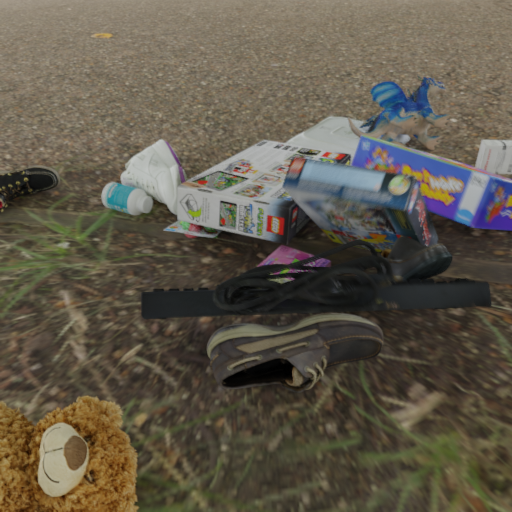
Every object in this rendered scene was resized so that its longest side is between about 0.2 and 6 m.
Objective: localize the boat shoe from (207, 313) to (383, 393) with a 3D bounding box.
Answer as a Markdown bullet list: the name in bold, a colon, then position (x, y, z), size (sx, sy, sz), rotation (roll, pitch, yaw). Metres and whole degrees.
- **boat shoe**: position (0.574, 1.465, 7.843), size (2.500, 0.931, 0.916), rotation (-7, 46, 0)

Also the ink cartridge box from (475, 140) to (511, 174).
- **ink cartridge box**: position (6.015, -2.428, 13.745), size (1.037, 0.761, 0.430), rotation (2, 34, 1)

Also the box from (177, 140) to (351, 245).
- **box**: position (0.357, -1.531, 11.884), size (2.300, 0.726, 4.179), rotation (14, 27, 20)

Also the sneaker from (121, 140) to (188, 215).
- **sneaker**: position (-2.204, -1.561, 12.470), size (1.409, 1.059, 2.828), rotation (-25, 37, -5)

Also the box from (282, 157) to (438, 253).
- **box**: position (1.878, -0.693, 9.475), size (1.966, 2.878, 0.542), rotation (14, 80, 27)

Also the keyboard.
- **keyboard**: position (0.905, 0.360, 7.968), size (4.951, 0.981, 2.577), rotation (-2, -6, -9)

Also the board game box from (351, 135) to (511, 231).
- **board game box**: position (3.851, -1.308, 10.674), size (2.526, 0.841, 3.757), rotation (30, 20, 37)

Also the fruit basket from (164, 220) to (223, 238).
- **fruit basket**: position (-1.156, -0.604, 11.037), size (1.020, 0.516, 1.101), rotation (9, 13, 12)

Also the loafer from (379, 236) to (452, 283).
- **loafer**: position (2.365, 0.068, 8.814), size (0.776, 2.132, 0.771), rotation (-14, 79, -11)

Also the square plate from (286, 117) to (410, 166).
- **square plate**: position (2.496, -3.206, 15.302), size (2.646, 0.380, 2.671), rotation (21, 38, 28)

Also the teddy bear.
- **teddy bear**: position (-3.039, 2.461, 5.950), size (3.438, 1.148, 2.493), rotation (1, 35, 2)

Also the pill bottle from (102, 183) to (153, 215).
- **pill bottle**: position (-2.752, -1.207, 12.045), size (1.042, 0.577, 0.577), rotation (16, 36, 23)

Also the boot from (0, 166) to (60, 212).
- **boot**: position (-5.362, -1.450, 12.355), size (1.755, 0.642, 1.321), rotation (0, 32, 7)

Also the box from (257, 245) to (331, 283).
- **box**: position (0.643, 0.341, 9.759), size (1.016, 0.491, 0.894), rotation (20, 38, 27)

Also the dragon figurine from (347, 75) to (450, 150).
- **dragon figurine**: position (3.611, -3.770, 14.915), size (4.270, 1.257, 2.123), rotation (-15, 49, -25)
